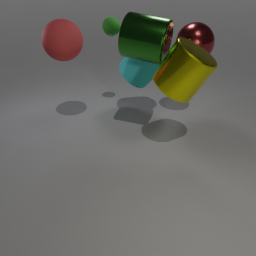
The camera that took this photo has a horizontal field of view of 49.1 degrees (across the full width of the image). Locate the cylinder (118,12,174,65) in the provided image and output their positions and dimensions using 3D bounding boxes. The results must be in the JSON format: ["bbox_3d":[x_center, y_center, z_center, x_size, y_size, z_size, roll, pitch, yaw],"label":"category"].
[{"bbox_3d":[0.579,-2.827,8.867,1.400,1.400,1.400,16,32,14],"label":"cylinder"}]

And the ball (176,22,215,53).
[{"bbox_3d":[2.455,-3.142,10.277,1.400,1.400,1.400,0,29,0],"label":"ball"}]

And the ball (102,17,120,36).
[{"bbox_3d":[-0.642,-3.912,10.786,0.700,0.700,0.700,0,29,0],"label":"ball"}]

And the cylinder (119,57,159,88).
[{"bbox_3d":[0.598,-2.539,11.090,1.400,1.400,1.400,25,43,-26],"label":"cylinder"}]

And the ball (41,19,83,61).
[{"bbox_3d":[-2.252,-3.016,9.642,1.400,1.400,1.400,0,29,0],"label":"ball"}]

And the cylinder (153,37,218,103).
[{"bbox_3d":[1.676,-1.708,8.361,1.400,1.400,1.400,23,36,-18],"label":"cylinder"}]
